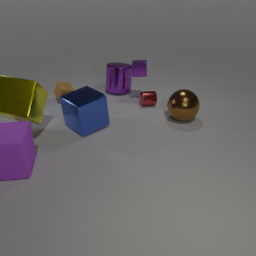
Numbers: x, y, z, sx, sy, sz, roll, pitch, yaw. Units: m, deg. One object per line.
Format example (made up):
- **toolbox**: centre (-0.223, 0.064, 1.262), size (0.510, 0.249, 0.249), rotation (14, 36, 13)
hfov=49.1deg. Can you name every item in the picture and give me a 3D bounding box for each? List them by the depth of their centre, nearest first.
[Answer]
- **cube**: centre (-3.907, 0.730, 9.118), size (1.400, 1.400, 1.400), rotation (-4, 30, -6)
- **cube**: centre (-4.082, -1.033, 10.761), size (1.400, 1.400, 1.400), rotation (10, -9, 4)
- **cube**: centre (-1.776, -0.724, 11.589), size (1.400, 1.400, 1.400), rotation (-29, 40, -32)
- **ball**: centre (2.417, -0.989, 12.220), size (1.400, 1.400, 1.400), rotation (0, 29, 0)
- **cube**: centre (0.566, -2.906, 13.627), size (0.700, 0.700, 0.700), rotation (0, 24, 5)
- **cylinder**: centre (0.989, -1.451, 13.704), size (0.700, 0.700, 0.700), rotation (-4, 29, -13)
- **cube**: centre (-3.206, -1.822, 14.040), size (0.700, 0.700, 0.700), rotation (1, 42, -37)
- **cylinder**: centre (-0.495, -2.714, 15.126), size (1.400, 1.400, 1.400), rotation (4, 24, -2)
